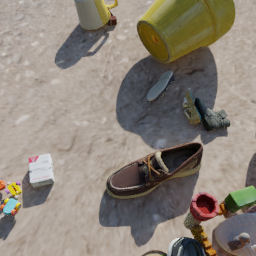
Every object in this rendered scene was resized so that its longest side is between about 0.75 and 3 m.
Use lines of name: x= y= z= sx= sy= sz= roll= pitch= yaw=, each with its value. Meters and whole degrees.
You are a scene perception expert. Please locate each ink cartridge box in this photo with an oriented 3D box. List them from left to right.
ink cartridge box: x=-2.263 y=1.115 z=7.322 sx=0.555 sy=0.319 sz=0.765 roll=-12 pitch=55 yaw=-8

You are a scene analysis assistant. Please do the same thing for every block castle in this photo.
block castle: x=2.836 y=2.024 z=5.751 sx=2.932 sy=1.376 sz=1.959 roll=-10 pitch=53 yaw=-19

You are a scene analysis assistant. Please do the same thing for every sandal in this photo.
sandal: x=3.137 y=2.292 z=6.307 sx=2.306 sy=0.567 sz=0.938 roll=-16 pitch=75 yaw=8

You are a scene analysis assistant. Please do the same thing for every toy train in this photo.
toy train: x=-3.025 y=1.738 z=6.894 sx=0.854 sy=0.316 sz=1.137 roll=-15 pitch=52 yaw=-9

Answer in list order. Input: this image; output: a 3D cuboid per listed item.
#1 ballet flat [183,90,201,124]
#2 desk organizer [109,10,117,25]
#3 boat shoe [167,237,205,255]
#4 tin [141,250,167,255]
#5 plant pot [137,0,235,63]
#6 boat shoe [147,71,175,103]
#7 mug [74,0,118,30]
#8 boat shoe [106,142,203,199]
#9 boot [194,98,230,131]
ballet flat: x=1.883 y=-0.656 z=8.586 sx=0.387 sy=0.422 sz=1.228 roll=-15 pitch=54 yaw=3
desk organizer: x=-0.679 y=-4.553 z=11.525 sx=0.290 sy=0.270 sz=0.752 roll=-11 pitch=55 yaw=-10
boat shoe: x=1.135 y=3.279 z=5.286 sx=0.862 sy=0.688 sz=2.280 roll=2 pitch=66 yaw=-14
tin: x=0.273 y=3.223 z=5.788 sx=1.636 sy=0.342 sz=0.916 roll=-25 pitch=62 yaw=-17
plant pot: x=1.774 y=-3.645 z=9.569 sx=2.508 sy=2.666 sz=2.666 roll=-40 pitch=62 yaw=-9
boat shoe: x=1.100 y=-1.214 z=8.764 sx=0.538 sy=0.465 sz=1.482 roll=-4 pitch=40 yaw=42
mug: x=-1.380 y=-4.887 z=10.927 sx=1.286 sy=1.318 sz=1.606 roll=33 pitch=71 yaw=31
boat shoe: x=0.699 y=0.957 z=7.040 sx=2.653 sy=0.955 sz=0.957 roll=-14 pitch=55 yaw=-10
boot: x=2.536 y=-0.444 z=8.481 sx=0.772 sy=0.400 sz=1.181 roll=-12 pitch=62 yaw=-15
